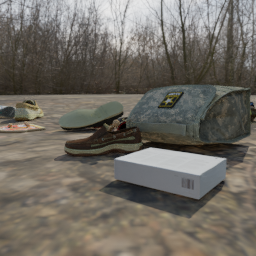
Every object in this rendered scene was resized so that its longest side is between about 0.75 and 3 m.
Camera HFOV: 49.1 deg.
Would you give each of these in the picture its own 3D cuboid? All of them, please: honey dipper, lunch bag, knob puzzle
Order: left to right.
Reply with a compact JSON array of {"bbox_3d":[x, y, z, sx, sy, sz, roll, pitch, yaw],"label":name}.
[{"bbox_3d":[-3.787,-0.050,9.547,1.632,0.226,1.632,0,9,0],"label":"knob puzzle"},{"bbox_3d":[-0.473,0.073,6.711,0.258,0.258,1.360,-3,-18,-21],"label":"honey dipper"},{"bbox_3d":[1.514,-0.315,7.019,2.600,1.528,2.132,-13,12,-43],"label":"lunch bag"}]

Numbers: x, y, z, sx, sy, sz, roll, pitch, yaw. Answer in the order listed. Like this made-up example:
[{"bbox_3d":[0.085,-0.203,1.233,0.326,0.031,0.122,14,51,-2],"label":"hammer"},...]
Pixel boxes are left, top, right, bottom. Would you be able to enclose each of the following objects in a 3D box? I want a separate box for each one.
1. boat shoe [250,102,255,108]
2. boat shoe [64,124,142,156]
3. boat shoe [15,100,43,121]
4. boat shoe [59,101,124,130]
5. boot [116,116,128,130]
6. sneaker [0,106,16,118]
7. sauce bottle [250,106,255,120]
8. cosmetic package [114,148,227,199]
[{"bbox_3d":[4.485,-0.826,12.545,2.500,0.858,1.052,-3,9,-21],"label":"boat shoe"},{"bbox_3d":[-0.543,0.219,6.301,1.766,0.653,0.652,-3,9,-20],"label":"boat shoe"},{"bbox_3d":[-4.509,-0.884,12.942,0.952,0.854,2.572,-1,9,-6],"label":"boat shoe"},{"bbox_3d":[-1.232,-0.281,9.708,2.281,0.715,0.834,-16,53,-19],"label":"boat shoe"},{"bbox_3d":[0.503,-0.109,8.377,1.859,0.680,1.400,-3,7,2],"label":"boot"},{"bbox_3d":[-6.139,-0.745,13.102,1.887,0.664,0.756,5,1,-15],"label":"sneaker"},{"bbox_3d":[4.895,-0.601,11.830,2.122,0.686,0.686,0,8,-19],"label":"sauce bottle"},{"bbox_3d":[0.666,0.645,4.427,1.439,0.372,1.085,6,12,37],"label":"cosmetic package"}]
